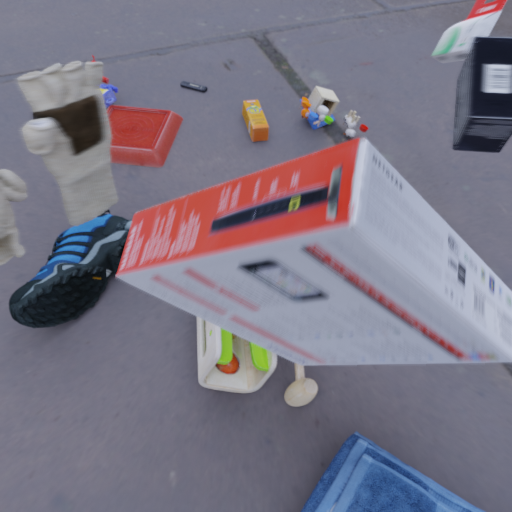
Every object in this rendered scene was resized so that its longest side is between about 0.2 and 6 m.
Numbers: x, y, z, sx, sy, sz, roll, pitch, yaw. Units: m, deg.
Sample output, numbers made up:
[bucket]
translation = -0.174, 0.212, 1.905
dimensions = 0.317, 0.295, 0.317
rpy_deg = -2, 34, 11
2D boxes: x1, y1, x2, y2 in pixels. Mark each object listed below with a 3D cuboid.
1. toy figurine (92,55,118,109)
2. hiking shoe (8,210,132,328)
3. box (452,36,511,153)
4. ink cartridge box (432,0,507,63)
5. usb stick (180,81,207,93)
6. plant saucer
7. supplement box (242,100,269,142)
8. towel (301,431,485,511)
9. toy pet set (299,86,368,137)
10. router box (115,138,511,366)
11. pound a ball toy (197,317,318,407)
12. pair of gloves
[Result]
[toy figurine]
translation = -3.868, -3.748, 13.070
dimensions = 1.117, 0.984, 1.865
rpy_deg = 24, 55, 23
[hiking shoe]
translation = -3.148, 0.197, 9.635
dimensions = 1.225, 1.051, 2.826
rpy_deg = 22, 41, 25
[box]
translation = 2.918, -1.997, 7.054
dimensions = 0.656, 1.056, 1.065
rpy_deg = 6, 80, 10
[ink cartridge box]
translation = 3.301, -3.570, 8.591
dimensions = 0.293, 1.168, 0.940
rpy_deg = 23, 8, -17
[usb stick]
translation = -1.579, -4.278, 14.156
dimensions = 0.723, 0.118, 0.201
rpy_deg = 19, 50, 16
[plant saucer]
translation = -2.802, -2.804, 12.684
dimensions = 1.902, 0.350, 1.906
rpy_deg = 7, 48, 6
[supplement box]
translation = -0.024, -3.136, 12.947
dimensions = 0.394, 0.407, 1.183
rpy_deg = -8, 46, -10
[towel]
translation = 2.188, 3.769, 6.414
dimensions = 3.574, 0.867, 1.995
rpy_deg = 28, 55, 22
[toy pet set]
translation = 1.455, -3.070, 12.581
dimensions = 1.573, 0.835, 1.469
rpy_deg = 6, 45, -29
[router box]
translation = 0.727, 0.330, 6.181
dimensions = 3.026, 3.372, 0.824
rpy_deg = -11, 58, 41
[pound a ball toy]
translation = -0.123, 1.220, 8.788
dimensions = 1.626, 1.060, 2.494
rpy_deg = 14, 44, -22
[pair of gloves]
translation = -3.313, -1.229, 7.973
dimensions = 0.554, 2.689, 3.162
rpy_deg = 27, 42, 31
